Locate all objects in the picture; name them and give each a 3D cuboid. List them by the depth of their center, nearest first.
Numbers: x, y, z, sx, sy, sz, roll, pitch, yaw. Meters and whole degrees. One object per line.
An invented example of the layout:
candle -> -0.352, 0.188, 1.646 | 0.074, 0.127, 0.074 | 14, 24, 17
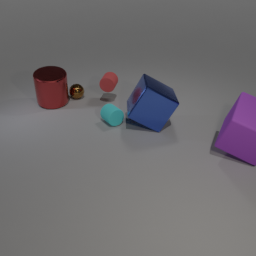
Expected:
cube -> 3.766, 0.022, 8.714 | 1.400, 1.400, 1.400 | 26, 53, 11
cube -> 0.893, -0.965, 10.664 | 1.400, 1.400, 1.400 | 25, 26, -16
cylinder -> -0.627, -0.525, 11.042 | 0.700, 0.700, 0.700 | -18, 34, -28
cylinder -> -3.359, -1.786, 12.306 | 1.400, 1.400, 1.400 | 3, 40, -3
cylinder -> -0.849, -2.049, 12.469 | 0.700, 0.700, 0.700 | 6, 34, 10
ball -> -2.402, -1.721, 13.122 | 0.700, 0.700, 0.700 | 0, 30, 0
